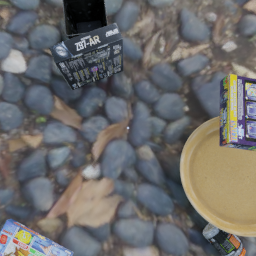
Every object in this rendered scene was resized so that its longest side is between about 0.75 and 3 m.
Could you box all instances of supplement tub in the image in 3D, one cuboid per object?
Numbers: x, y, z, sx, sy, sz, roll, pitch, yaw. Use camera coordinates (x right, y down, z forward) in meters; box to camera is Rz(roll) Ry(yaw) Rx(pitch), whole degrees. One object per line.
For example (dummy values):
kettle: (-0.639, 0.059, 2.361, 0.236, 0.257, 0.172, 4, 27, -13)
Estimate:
supplement tub: (2.227, 2.608, 6.477, 0.552, 0.552, 0.902, -41, 82, -7)

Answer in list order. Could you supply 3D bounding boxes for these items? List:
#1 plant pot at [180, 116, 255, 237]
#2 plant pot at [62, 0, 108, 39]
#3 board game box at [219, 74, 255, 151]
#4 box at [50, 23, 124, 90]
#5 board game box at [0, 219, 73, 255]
plant pot: (2.654, 1.053, 6.644, 2.855, 0.392, 2.855, -1, 68, 4)
plant pot: (-1.050, -2.691, 7.264, 1.047, 0.928, 1.044, -7, 79, -2)
board game box: (2.442, -0.270, 5.574, 1.175, 0.403, 1.422, 9, 74, -8)
box: (-0.857, -1.581, 6.578, 1.492, 1.863, 0.405, -22, 82, -3)
board game box: (-2.326, 3.070, 6.515, 1.743, 0.300, 1.180, 27, 81, 5)
